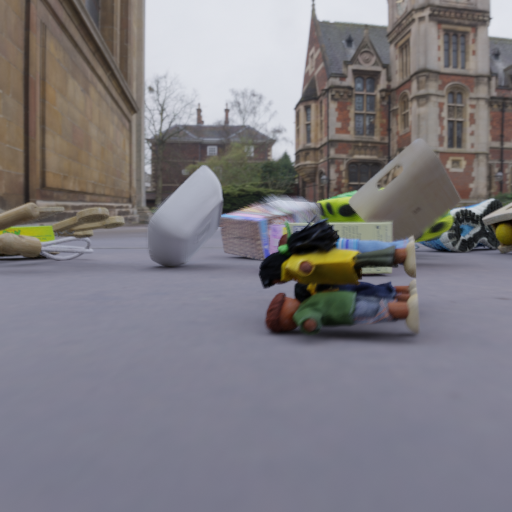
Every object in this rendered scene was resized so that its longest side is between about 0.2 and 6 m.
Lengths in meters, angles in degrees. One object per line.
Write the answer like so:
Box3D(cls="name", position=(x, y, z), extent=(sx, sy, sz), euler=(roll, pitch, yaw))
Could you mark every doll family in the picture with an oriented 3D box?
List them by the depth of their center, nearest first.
Box3D(cls="doll family", position=(0.589, 0.129, 4.145), extent=(1.147, 0.779, 1.984), euler=(-3, -2, 16))

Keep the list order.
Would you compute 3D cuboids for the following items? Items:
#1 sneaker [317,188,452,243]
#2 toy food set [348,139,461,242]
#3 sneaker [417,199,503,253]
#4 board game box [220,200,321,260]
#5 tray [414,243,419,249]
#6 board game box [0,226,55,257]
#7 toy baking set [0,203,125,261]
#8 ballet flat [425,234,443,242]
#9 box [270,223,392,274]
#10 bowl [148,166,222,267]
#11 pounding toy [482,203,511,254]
Box3D(cls="sneaker", position=(2.380, -0.895, 10.770), extent=(2.884, 1.068, 1.205), euler=(4, 23, 42))
Box3D(cls="toy food set", position=(2.275, -0.858, 8.552), extent=(1.857, 1.332, 0.561), euler=(33, 19, -52))
Box3D(cls="sneaker", position=(4.782, -0.704, 13.140), extent=(3.051, 1.196, 1.372), euler=(-3, 2, -41))
Box3D(cls="board game box", position=(0.285, -0.519, 10.458), extent=(1.497, 0.725, 1.194), euler=(-19, 19, -36))
Box3D(cls="tray", position=(2.372, -0.305, 12.162), extent=(1.389, 0.287, 2.587), euler=(10, 11, 41))
Box3D(cls="board game box", position=(-4.485, -0.235, 9.993), extent=(1.649, 0.393, 0.838), euler=(-4, -9, -22))
Box3D(cls="toy baking set", position=(-3.499, -0.169, 8.682), extent=(2.507, 0.380, 3.266), euler=(-4, -11, -39))
Box3D(cls="ballet flat", position=(3.197, -0.545, 11.352), extent=(0.548, 0.548, 1.477), euler=(-1, 4, -12))
Box3D(cls="box", position=(0.960, -0.110, 7.531), extent=(1.382, 0.668, 1.216), euler=(0, 3, -9))
Box3D(cls="bowl", position=(-0.975, -0.479, 8.287), extent=(0.512, 1.371, 1.373), euler=(36, -27, 9))
Box3D(cls="pounding toy", position=(5.679, -0.318, 10.457), extent=(1.690, 1.696, 2.956), euler=(-30, 3, -16))
